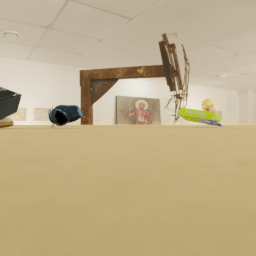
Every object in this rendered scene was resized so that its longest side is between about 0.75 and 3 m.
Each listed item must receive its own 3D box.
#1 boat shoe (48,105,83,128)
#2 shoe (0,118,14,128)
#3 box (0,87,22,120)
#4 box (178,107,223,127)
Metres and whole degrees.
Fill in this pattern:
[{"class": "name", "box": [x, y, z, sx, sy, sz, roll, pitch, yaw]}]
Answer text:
[{"class": "boat shoe", "box": [-1.926, -0.369, 7.884, 0.554, 0.679, 1.614, -33, 11, -36]}, {"class": "shoe", "box": [-3.846, -0.230, 7.210, 1.690, 0.451, 0.591, 0, -3, -16]}, {"class": "box", "box": [-3.560, -0.679, 7.127, 1.067, 0.596, 1.511, 19, 15, -2]}, {"class": "box", "box": [2.663, -0.390, 10.096, 1.457, 0.347, 0.888, 12, -7, 35]}]
